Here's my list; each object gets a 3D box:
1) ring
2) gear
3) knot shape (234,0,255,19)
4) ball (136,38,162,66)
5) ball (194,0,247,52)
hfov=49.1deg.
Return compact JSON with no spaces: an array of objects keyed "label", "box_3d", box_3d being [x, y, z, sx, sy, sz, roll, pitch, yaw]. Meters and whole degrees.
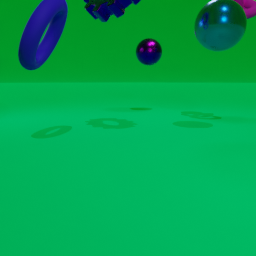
[{"label":"ring","box_3d":[-1.788,-2.005,5.977,0.339,1.696,1.696,29,8,-7]},{"label":"gear","box_3d":[-0.206,-3.377,6.533,1.926,1.926,0.356,9,-19,43]},{"label":"knot shape","box_3d":[3.086,-3.876,8.141,0.787,1.595,1.704,-33,14,39]},{"label":"ball","box_3d":[0.849,-3.087,11.379,1.081,1.081,1.081,0,10,0]},{"label":"ball","box_3d":[2.257,-2.512,6.880,1.227,1.227,1.227,0,10,0]}]
